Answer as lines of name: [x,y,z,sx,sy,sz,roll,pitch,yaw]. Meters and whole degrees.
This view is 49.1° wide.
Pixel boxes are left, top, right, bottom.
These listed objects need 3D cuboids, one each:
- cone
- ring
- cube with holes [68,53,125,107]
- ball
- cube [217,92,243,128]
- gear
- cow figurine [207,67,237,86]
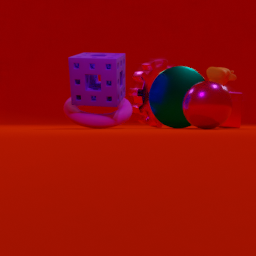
cone: [1.558,-0.814,7.571,1.536,1.536,1.542,0,5,27]
ring: [-0.763,-0.505,7.210,1.755,0.351,1.755,3,29,-2]
cube with holes: [-0.680,-1.172,6.626,1.064,1.064,1.064,4,21,9]
ball: [1.633,-0.470,5.809,1.001,1.001,1.001,0,1,0]
cube: [2.410,-0.478,7.543,0.916,0.916,0.916,4,0,-5]
gear: [0.913,-1.029,8.472,1.986,1.986,0.367,-1,8,-40]
cow figurine: [2.690,-1.087,8.823,1.572,1.598,0.877,-35,40,-23]
